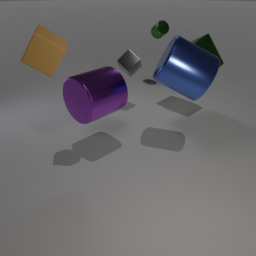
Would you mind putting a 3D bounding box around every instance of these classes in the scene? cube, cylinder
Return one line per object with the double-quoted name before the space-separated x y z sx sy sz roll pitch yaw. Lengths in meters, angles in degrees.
"cube" 0.069 -2.677 11.615 0.700 0.700 0.700 44 -1 11
"cylinder" -0.959 -0.987 8.266 1.400 1.400 1.400 25 38 38
"cube" -1.791 -1.673 6.069 0.700 0.700 0.700 26 26 -23
"cylinder" 1.644 -1.704 8.045 1.400 1.400 1.400 27 28 -7
"cube" 2.754 -2.776 11.576 1.400 1.400 1.400 -38 15 -21
"cylinder" 1.602 -4.924 14.041 0.700 0.700 0.700 -11 0 -20
